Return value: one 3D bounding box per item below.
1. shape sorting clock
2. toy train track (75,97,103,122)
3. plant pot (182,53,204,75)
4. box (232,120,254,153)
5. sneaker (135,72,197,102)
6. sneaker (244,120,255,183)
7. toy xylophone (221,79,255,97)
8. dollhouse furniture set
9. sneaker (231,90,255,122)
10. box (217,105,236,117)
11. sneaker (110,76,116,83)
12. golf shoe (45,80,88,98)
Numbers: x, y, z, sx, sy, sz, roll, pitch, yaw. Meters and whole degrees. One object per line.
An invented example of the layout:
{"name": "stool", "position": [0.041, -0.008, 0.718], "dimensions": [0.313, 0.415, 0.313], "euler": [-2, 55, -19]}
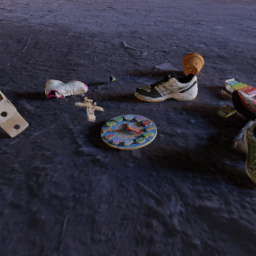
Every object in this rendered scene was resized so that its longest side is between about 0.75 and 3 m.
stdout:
{"name": "shape sorting clock", "position": [0.031, 0.086, 10.758], "dimensions": [2.139, 0.420, 2.139], "euler": [0, 34, 0]}
{"name": "toy train track", "position": [-1.265, -0.692, 9.474], "dimensions": [1.006, 0.285, 1.754], "euler": [11, 23, -16]}
{"name": "plant pot", "position": [3.490, -3.384, 15.338], "dimensions": [1.183, 1.183, 0.828], "euler": [11, 53, 16]}
{"name": "box", "position": [4.821, 0.412, 10.274], "dimensions": [1.361, 0.415, 1.718], "euler": [24, 41, 31]}
{"name": "sneaker", "position": [1.765, -2.012, 13.080], "dimensions": [2.956, 1.296, 1.118], "euler": [-5, 36, -4]}
{"name": "sneaker", "position": [4.188, 0.708, 8.905], "dimensions": [0.915, 1.055, 2.380], "euler": [-7, 54, 14]}
{"name": "toy xylophone", "position": [5.352, -1.848, 13.599], "dimensions": [1.217, 0.418, 1.662], "euler": [-22, 40, -28]}
{"name": "dollhouse furniture set", "position": [-5.339, -0.212, 10.579], "dimensions": [2.230, 1.563, 1.572], "euler": [-41, 48, -12]}
{"name": "sneaker", "position": [5.395, -0.897, 11.913], "dimensions": [1.176, 0.733, 2.194], "euler": [-6, 40, -11]}
{"name": "box", "position": [4.344, -0.761, 12.209], "dimensions": [0.820, 0.198, 0.481], "euler": [-24, 41, -33]}
{"name": "sneaker", "position": [-0.753, -2.539, 14.367], "dimensions": [0.318, 0.275, 0.768], "euler": [-14, 1, -10]}
{"name": "golf shoe", "position": [-2.956, -1.754, 13.344], "dimensions": [2.033, 0.766, 0.930], "euler": [2, 52, 4]}
